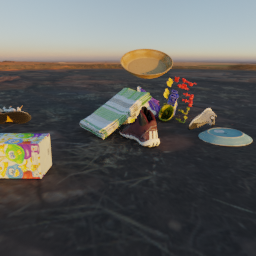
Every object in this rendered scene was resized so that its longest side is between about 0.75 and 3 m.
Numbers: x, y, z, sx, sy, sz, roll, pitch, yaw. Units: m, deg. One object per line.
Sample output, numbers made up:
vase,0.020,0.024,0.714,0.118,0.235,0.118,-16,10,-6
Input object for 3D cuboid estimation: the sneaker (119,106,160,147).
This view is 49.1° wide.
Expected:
sneaker,0.376,-0.185,9.198,0.764,1.166,2.018,-10,18,-31

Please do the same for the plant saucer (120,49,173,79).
plant saucer,0.744,-2.554,11.327,2.111,0.374,2.111,0,42,0

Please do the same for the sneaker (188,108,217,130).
sneaker,2.666,-0.183,9.825,0.620,1.074,0.403,47,-1,29

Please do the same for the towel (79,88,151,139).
towel,-0.514,-0.679,10.255,2.388,0.366,1.781,-42,36,-19

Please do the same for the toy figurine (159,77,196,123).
toy figurine,2.116,-0.903,12.530,1.283,1.457,2.432,15,61,8

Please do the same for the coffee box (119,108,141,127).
coffee box,0.048,-0.445,10.847,0.794,0.803,0.802,-13,20,-39

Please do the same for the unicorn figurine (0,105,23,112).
unicorn figurine,-5.554,-0.838,13.287,1.001,0.370,0.687,-27,38,-31

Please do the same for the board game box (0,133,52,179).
board game box,-2.793,0.646,6.707,1.669,0.875,0.860,0,15,2

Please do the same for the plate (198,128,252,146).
plate,3.272,0.240,9.461,1.732,0.221,1.732,-1,16,0

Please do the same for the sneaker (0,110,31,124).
sneaker,-4.757,-0.507,11.591,1.525,0.533,0.686,-4,18,-6

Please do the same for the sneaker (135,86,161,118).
sneaker,0.873,-1.067,13.230,1.242,1.200,2.977,13,22,-12
